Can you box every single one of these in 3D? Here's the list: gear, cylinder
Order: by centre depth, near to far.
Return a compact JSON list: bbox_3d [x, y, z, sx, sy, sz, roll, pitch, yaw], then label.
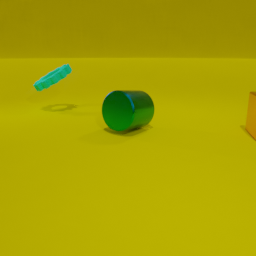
[{"bbox_3d":[0.015,-0.541,8.403,1.175,1.175,1.175,11,12,33],"label":"cylinder"},{"bbox_3d":[-2.982,-2.003,11.118,1.592,0.294,1.592,-25,24,12],"label":"gear"}]

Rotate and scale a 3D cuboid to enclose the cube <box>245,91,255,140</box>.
[{"bbox_3d":[4.131,-0.342,7.881,1.200,1.200,1.200,2,16,8],"label":"cube"}]
